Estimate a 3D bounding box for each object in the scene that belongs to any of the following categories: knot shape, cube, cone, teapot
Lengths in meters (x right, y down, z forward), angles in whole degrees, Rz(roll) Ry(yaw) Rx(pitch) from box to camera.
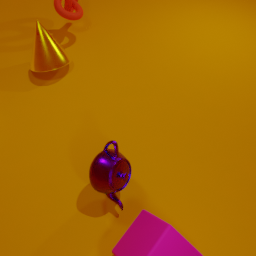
[{"bbox_3d":[-2.367,-5.032,10.589,0.837,1.695,1.811,-16,42,11],"label":"knot shape"},{"bbox_3d":[0.565,2.521,5.605,1.102,1.102,1.102,46,73,-18],"label":"cube"},{"bbox_3d":[-2.886,-2.951,9.671,1.516,1.522,1.516,-7,34,5],"label":"cone"},{"bbox_3d":[-0.360,1.144,6.815,0.873,1.783,1.109,11,20,39],"label":"teapot"}]
